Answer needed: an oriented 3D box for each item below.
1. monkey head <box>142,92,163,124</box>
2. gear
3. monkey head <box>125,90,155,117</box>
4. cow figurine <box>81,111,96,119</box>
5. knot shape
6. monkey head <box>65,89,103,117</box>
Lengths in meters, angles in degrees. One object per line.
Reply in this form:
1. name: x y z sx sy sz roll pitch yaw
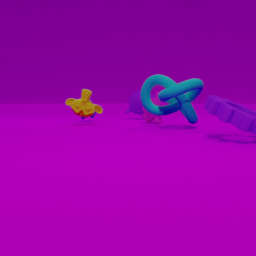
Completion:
1. monkey head: 1.032 -0.600 10.165 0.959 1.333 0.803 23 -33 -31
2. gear: 2.282 -0.235 5.612 1.487 0.275 1.487 19 18 -7
3. monkey head: 0.689 -1.212 12.338 1.158 1.922 1.383 33 41 -1
4. cow figurine: -1.593 -0.706 10.994 0.925 0.508 0.910 -7 -23 -35
5. knot shape: 1.395 -0.896 8.052 1.932 0.893 1.808 25 -23 -8
6. monkey head: -1.438 -0.819 9.279 1.296 0.932 0.781 15 7 -6
